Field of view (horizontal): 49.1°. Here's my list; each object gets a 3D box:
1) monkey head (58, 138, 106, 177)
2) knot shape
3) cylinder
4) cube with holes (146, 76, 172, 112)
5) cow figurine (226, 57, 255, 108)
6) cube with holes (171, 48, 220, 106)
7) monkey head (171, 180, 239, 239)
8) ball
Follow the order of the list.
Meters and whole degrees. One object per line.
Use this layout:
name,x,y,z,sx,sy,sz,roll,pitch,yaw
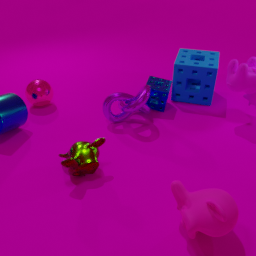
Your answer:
monkey head,-1.111,0.628,6.296,1.304,0.938,0.786,-21,60,21
knot shape,0.121,-0.691,8.293,1.556,0.719,1.456,-20,-10,21
cylinder,-3.449,-0.366,7.603,1.015,1.015,1.015,12,23,18
cube with holes,0.920,-1.099,8.991,0.755,0.755,0.755,15,41,7
cow figurine,3.447,-1.202,8.007,1.579,1.554,0.867,-11,33,-20
cube with holes,2.266,-1.749,9.468,1.335,1.335,1.335,9,38,13
monkey head,1.359,1.339,4.972,0.971,1.612,1.160,-30,74,16
ball,-2.868,-1.133,9.077,0.880,0.880,0.880,0,33,0
